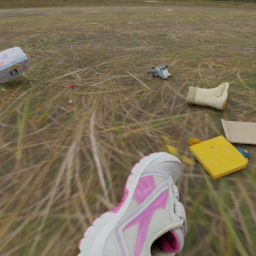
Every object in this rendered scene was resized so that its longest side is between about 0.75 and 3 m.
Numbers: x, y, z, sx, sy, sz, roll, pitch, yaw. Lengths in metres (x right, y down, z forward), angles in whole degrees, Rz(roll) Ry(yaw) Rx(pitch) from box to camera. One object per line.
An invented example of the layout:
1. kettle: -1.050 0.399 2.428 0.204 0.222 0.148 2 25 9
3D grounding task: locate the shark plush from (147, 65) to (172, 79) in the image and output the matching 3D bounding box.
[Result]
1. shark plush: 1.331 -2.550 12.681 1.371 0.623 0.571 31 71 36

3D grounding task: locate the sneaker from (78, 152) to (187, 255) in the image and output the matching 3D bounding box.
1. sneaker: 0.426 1.480 4.613 1.221 1.126 2.768 16 40 24

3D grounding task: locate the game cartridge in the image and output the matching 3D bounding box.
1. game cartridge: 2.161 0.677 6.715 0.953 0.175 1.081 -17 41 -12

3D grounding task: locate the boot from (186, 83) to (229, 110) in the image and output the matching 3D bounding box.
1. boot: 2.842 -1.234 10.019 1.397 0.654 1.797 10 34 17

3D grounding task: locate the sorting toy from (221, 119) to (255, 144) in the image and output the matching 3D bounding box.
1. sorting toy: 3.342 0.159 7.888 1.310 0.239 1.213 8 29 6

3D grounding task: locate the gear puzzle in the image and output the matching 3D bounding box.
1. gear puzzle: 2.305 0.508 7.218 1.558 0.204 0.807 19 34 31

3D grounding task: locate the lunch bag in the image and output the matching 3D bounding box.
1. lunch bag: -4.850 -2.559 11.327 1.433 1.074 1.690 -34 27 -20

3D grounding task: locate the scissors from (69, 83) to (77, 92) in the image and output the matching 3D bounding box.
1. scissors: -2.296 -1.625 11.353 0.345 0.066 0.942 3 29 0
